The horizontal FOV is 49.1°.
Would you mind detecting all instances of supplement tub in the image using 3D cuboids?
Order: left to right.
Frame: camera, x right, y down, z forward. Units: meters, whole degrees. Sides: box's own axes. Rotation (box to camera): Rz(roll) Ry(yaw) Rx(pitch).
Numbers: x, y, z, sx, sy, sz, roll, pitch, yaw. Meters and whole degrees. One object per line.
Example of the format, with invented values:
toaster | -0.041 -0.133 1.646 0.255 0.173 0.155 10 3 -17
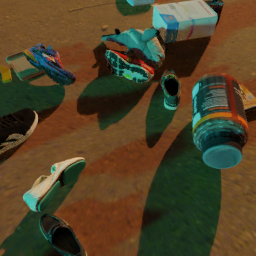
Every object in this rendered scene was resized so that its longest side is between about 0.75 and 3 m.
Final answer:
supplement tub | 2.412 -0.226 7.486 1.388 1.388 2.595 6 47 6

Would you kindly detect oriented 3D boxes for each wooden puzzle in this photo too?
wooden puzzle | -3.600 -2.322 10.159 2.123 0.248 1.433 -23 59 -19

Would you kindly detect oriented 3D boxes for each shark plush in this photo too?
shark plush | 0.118 -3.133 10.444 2.898 1.317 1.207 27 85 16

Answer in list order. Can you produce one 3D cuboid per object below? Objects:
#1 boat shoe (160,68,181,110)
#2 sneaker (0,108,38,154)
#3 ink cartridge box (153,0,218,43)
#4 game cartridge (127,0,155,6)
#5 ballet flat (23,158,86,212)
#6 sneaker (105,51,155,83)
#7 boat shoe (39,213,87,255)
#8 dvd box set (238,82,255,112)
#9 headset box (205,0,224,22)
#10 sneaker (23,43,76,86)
boat shoe | 1.433 -1.412 9.167 0.644 0.544 1.807 0 49 0
sneaker | -3.502 -0.036 7.429 0.892 1.366 2.442 29 55 23
ink cartridge box | 2.299 -4.419 11.516 2.179 0.922 1.575 -12 50 -9
game cartridge | 0.477 -6.561 13.771 1.232 0.378 1.851 -7 49 -11
ballet flat | -1.736 1.191 6.674 0.641 0.641 1.845 23 39 18
sneaker | 0.048 -2.170 9.850 1.957 0.754 0.831 32 42 18
boat shoe | -1.440 2.301 5.996 0.543 0.481 1.452 -33 57 -25
dvd box set | 3.582 -0.982 9.041 0.855 0.172 1.168 -16 51 -12
headset box | 3.607 -5.027 11.996 0.742 0.998 0.374 -12 50 -12
sneaker | -2.568 -2.236 9.491 2.173 0.819 0.852 36 75 15
